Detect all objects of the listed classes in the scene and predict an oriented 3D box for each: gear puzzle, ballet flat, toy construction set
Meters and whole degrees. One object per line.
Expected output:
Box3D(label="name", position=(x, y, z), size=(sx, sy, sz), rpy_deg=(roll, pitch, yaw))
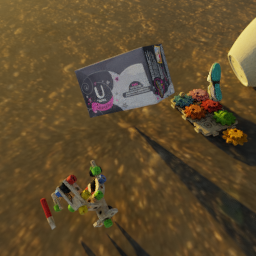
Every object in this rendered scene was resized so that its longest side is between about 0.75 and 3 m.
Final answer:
Box3D(label="gear puzzle", position=(2.499, -0.389, 8.496), size=(1.389, 0.351, 2.682), rpy_deg=(-19, 47, -19))
Box3D(label="ballet flat", position=(2.659, -1.407, 8.728), size=(0.438, 0.438, 1.217), rpy_deg=(-2, 86, -2))
Box3D(label="toy construction set", position=(-0.960, 1.680, 5.929), size=(1.527, 1.273, 1.173), rpy_deg=(-29, 64, -1))

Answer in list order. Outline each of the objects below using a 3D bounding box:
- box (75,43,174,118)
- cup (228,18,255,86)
Box3D(label="box", position=(-0.104, -1.259, 7.732), size=(2.238, 1.479, 1.284), rpy_deg=(-9, 14, 34))
Box3D(label="cup", position=(4.509, -2.426, 9.377), size=(1.835, 2.565, 2.565), rpy_deg=(-29, 44, 12))
